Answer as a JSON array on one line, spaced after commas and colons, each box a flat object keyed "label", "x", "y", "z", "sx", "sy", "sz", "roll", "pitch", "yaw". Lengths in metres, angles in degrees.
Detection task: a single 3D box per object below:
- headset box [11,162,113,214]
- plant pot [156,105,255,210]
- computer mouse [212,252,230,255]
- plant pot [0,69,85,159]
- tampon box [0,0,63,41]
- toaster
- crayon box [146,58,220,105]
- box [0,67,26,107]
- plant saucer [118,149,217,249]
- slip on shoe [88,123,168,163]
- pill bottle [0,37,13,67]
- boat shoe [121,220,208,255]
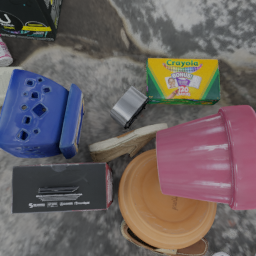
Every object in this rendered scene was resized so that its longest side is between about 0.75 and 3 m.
[{"label": "headset box", "x": -1.457, "y": 1.479, "z": 6.987, "sx": 2.065, "sy": 2.774, "sz": 1.071, "roll": -3, "pitch": 79, "yaw": -1}, {"label": "plant pot", "x": 1.889, "y": 0.766, "z": 6.862, "sx": 2.230, "sy": 2.491, "sz": 2.491, "roll": -6, "pitch": 79, "yaw": 10}, {"label": "computer mouse", "x": 2.992, "y": 4.246, "z": 7.652, "sx": 1.178, "sy": 0.471, "sz": 2.149, "roll": -39, "pitch": 87, "yaw": -2}, {"label": "plant pot", "x": -2.175, "y": -0.190, "z": 7.567, "sx": 1.805, "sy": 2.008, "sz": 2.008, "roll": 9, "pitch": 73, "yaw": -6}, {"label": "tampon box", "x": -3.296, "y": -4.082, "z": 8.041, "sx": 2.139, "sy": 2.854, "sz": 1.802, "roll": 6, "pitch": 79, "yaw": 1}, {"label": "toaster", "x": 0.044, "y": -0.564, "z": 8.233, "sx": 0.689, "sy": 1.161, "sz": 1.049, "roll": 39, "pitch": 82, "yaw": 3}, {"label": "crayon box", "x": 1.653, "y": -1.417, "z": 8.647, "sx": 2.183, "sy": 0.636, "sz": 1.297, "roll": 1, "pitch": 79, "yaw": 0}, {"label": "box", "x": -4.327, "y": -1.207, "z": 8.496, "sx": 2.524, "sy": 0.863, "sz": 1.037, "roll": -1, "pitch": 79, "yaw": 0}, {"label": "plant saucer", "x": 1.120, "y": 1.815, "z": 7.674, "sx": 2.765, "sy": 0.446, "sz": 2.765, "roll": 4, "pitch": 62, "yaw": -8}, {"label": "slip on shoe", "x": 0.060, "y": 0.474, "z": 8.164, "sx": 2.381, "sy": 0.905, "sz": 0.721, "roll": -18, "pitch": 88, "yaw": -3}, {"label": "pill bottle", "x": -4.086, "y": -2.444, "z": 8.928, "sx": 0.499, "sy": 0.499, "sz": 0.881, "roll": -28, "pitch": 80, "yaw": -5}, {"label": "boat shoe", "x": 0.990, "y": 3.051, "z": 7.642, "sx": 2.470, "sy": 0.887, "sz": 0.935, "roll": 11, "pitch": 79, "yaw": 2}]
